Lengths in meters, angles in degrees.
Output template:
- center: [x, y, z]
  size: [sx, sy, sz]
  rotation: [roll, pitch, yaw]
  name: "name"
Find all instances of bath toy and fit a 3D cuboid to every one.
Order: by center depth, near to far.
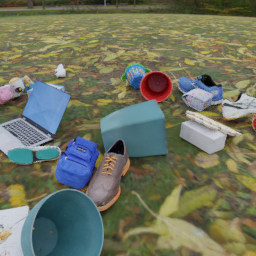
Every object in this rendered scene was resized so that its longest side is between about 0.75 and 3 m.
- center: [-5.982, -1.625, 13.701]
  size: [1.096, 1.290, 2.965]
  rotation: [34, 43, 12]
  name: "bath toy"

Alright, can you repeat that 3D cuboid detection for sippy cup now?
- center: [0.500, -2.876, 15.941]
  size: [1.272, 1.620, 1.187]
  rotation: [31, 26, -32]
  name: "sippy cup"

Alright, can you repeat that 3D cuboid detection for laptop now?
- center: [-4.075, -0.514, 11.057]
  size: [2.827, 1.638, 2.647]
  rotation: [-26, 37, -38]
  name: "laptop"

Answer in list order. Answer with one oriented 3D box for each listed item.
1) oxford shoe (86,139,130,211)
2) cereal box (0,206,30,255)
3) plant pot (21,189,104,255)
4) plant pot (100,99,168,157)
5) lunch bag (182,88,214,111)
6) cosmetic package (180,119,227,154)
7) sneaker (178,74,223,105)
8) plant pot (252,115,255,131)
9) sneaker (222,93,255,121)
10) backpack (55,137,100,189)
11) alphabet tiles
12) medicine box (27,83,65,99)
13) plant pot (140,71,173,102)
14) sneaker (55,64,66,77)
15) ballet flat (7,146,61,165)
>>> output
- center: [-0.627, 1.310, 8.374]
  size: [0.978, 1.000, 2.743]
  rotation: [6, 29, 10]
  name: "oxford shoe"
- center: [-3.110, 2.818, 6.166]
  size: [1.714, 0.471, 2.382]
  rotation: [-7, 30, -13]
  name: "cereal box"
- center: [-1.590, 2.324, 6.109]
  size: [1.202, 1.784, 1.784]
  rotation: [-23, 12, 38]
  name: "plant pot"
- center: [0.160, 0.133, 10.114]
  size: [2.176, 1.537, 1.538]
  rotation: [-11, 30, -3]
  name: "plant pot"
- center: [3.375, -1.419, 13.647]
  size: [1.190, 0.756, 1.009]
  rotation: [33, 43, 29]
  name: "lunch bag"
- center: [2.806, 0.277, 10.568]
  size: [0.831, 0.655, 1.544]
  rotation: [-14, 33, -32]
  name: "cosmetic package"
- center: [3.800, -2.261, 14.596]
  size: [1.142, 1.297, 2.908]
  rotation: [-20, 34, -32]
  name: "sneaker"
- center: [5.561, -0.228, 11.288]
  size: [0.862, 0.947, 0.947]
  rotation: [-13, 31, -9]
  name: "plant pot"
- center: [5.232, -1.079, 11.986]
  size: [2.394, 1.050, 0.906]
  rotation: [-14, -3, 4]
  name: "sneaker"
- center: [-1.585, 1.039, 8.570]
  size: [1.146, 1.183, 1.410]
  rotation: [19, 34, 1]
  name: "backpack"
- center: [3.334, -0.185, 11.015]
  size: [2.100, 0.157, 2.147]
  rotation: [8, 19, -43]
  name: "alphabet tiles"
- center: [-4.077, -1.659, 14.088]
  size: [1.272, 0.719, 1.397]
  rotation: [13, 31, 21]
  name: "medicine box"
- center: [1.492, -2.233, 14.464]
  size: [1.616, 1.616, 1.430]
  rotation: [4, 19, 8]
  name: "plant pot"
- center: [-4.410, -3.672, 17.946]
  size: [0.638, 0.560, 1.593]
  rotation: [-13, 32, -16]
  name: "sneaker"
- center: [-3.192, 0.929, 9.689]
  size: [1.783, 0.640, 0.640]
  rotation: [-1, 29, -7]
  name: "ballet flat"
